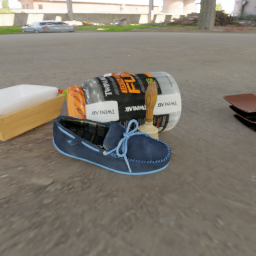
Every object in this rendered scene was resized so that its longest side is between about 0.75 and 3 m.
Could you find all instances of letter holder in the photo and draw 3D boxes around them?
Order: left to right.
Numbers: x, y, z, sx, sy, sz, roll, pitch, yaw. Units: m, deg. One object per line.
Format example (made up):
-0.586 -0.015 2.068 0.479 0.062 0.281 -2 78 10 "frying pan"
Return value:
3.751 -0.480 8.814 1.117 0.790 1.572 -5 23 -6 "letter holder"

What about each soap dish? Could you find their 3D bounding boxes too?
-3.482 -0.549 8.499 2.020 1.043 2.568 9 25 29 "soap dish"

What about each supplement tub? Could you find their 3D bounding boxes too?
-0.144 -0.596 7.805 2.868 1.757 1.757 -9 25 -20 "supplement tub"

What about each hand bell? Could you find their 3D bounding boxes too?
0.525 -0.269 6.925 0.936 1.797 0.936 4 22 -1 "hand bell"

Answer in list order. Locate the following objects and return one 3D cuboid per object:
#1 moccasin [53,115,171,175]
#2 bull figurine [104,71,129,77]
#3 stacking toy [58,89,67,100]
-0.400 0.355 6.173 2.743 0.935 1.103 7 46 3 "moccasin"
-0.306 -1.200 9.319 0.935 1.540 0.501 -10 40 -13 "bull figurine"
-2.189 -1.183 10.139 1.202 0.513 0.513 8 24 23 "stacking toy"
